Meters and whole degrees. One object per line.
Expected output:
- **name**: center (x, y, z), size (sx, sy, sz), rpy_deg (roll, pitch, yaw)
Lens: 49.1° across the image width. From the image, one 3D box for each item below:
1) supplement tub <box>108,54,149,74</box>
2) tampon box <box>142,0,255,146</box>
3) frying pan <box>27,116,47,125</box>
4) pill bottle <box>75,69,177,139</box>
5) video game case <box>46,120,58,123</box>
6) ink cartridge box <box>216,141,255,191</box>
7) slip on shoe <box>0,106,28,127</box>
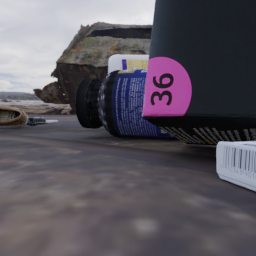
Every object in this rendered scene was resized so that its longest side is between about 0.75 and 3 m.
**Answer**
- **supplement tub**: center (0.846, -0.915, 7.409), size (2.724, 1.981, 1.981), rpy_deg (0, 3, -5)
- **tampon box**: center (1.936, -0.949, 2.969), size (2.996, 2.245, 1.891), rpy_deg (2, -11, 26)
- **frying pan**: center (-4.116, -0.293, 11.167), size (1.503, 0.405, 2.485), rpy_deg (-1, 0, -3)
- **pill bottle**: center (0.271, -0.454, 5.305), size (2.341, 1.309, 1.309), rpy_deg (2, 4, 16)
- **video game case**: center (-3.886, -0.297, 13.016), size (0.881, 0.111, 0.968), rpy_deg (1, 4, 14)
- **ink cartridge box**: center (1.581, 0.251, 1.594), size (1.515, 0.329, 1.501), rpy_deg (0, 2, -16)
- **slip on shoe**: center (-4.215, -0.380, 8.770), size (2.012, 0.765, 0.609), rpy_deg (7, -15, -5)
